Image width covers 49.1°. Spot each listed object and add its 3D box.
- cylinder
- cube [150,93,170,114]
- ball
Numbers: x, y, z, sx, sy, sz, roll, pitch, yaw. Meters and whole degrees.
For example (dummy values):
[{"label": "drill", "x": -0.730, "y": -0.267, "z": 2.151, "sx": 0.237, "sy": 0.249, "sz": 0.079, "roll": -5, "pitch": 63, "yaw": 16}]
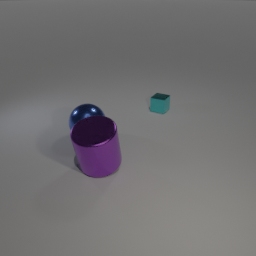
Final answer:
[{"label": "cylinder", "x": -0.956, "y": 0.568, "z": 8.696, "sx": 1.400, "sy": 1.400, "sz": 1.400, "roll": -4, "pitch": 42, "yaw": 4}, {"label": "cube", "x": 1.489, "y": -1.147, "z": 12.946, "sx": 0.700, "sy": 0.700, "sz": 0.700, "roll": 14, "pitch": 31, "yaw": 27}, {"label": "ball", "x": -1.508, "y": -0.216, "z": 10.480, "sx": 1.400, "sy": 1.400, "sz": 1.400, "roll": 0, "pitch": 28, "yaw": 0}]
